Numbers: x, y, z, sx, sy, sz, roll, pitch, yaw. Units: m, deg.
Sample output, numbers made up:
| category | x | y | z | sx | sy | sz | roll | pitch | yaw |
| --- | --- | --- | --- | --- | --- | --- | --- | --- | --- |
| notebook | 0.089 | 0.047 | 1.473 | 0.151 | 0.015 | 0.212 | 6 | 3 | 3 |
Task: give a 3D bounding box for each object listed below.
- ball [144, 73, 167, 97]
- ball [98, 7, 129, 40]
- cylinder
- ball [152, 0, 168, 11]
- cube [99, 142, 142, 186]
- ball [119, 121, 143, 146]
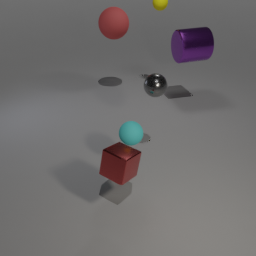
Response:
| category | x | y | z | sx | sy | sz | roll | pitch | yaw |
| --- | --- | --- | --- | --- | --- | --- | --- | --- | --- |
| ball | 0.810 | -1.255 | 8.256 | 0.700 | 0.700 | 0.700 | 0 | 30 | 0 |
| ball | -0.646 | -4.759 | 12.741 | 1.400 | 1.400 | 1.400 | 0 | 30 | 0 |
| cylinder | 2.755 | -3.581 | 12.112 | 1.400 | 1.400 | 1.400 | -9 | 31 | -11 |
| ball | 1.457 | -5.681 | 12.666 | 0.700 | 0.700 | 0.700 | 0 | 30 | 0 |
| cube | -0.188 | 0.852 | 6.840 | 0.700 | 0.700 | 0.700 | 23 | 25 | 27 |
| ball | 0.086 | 0.150 | 7.978 | 0.700 | 0.700 | 0.700 | 0 | 30 | 0 |
